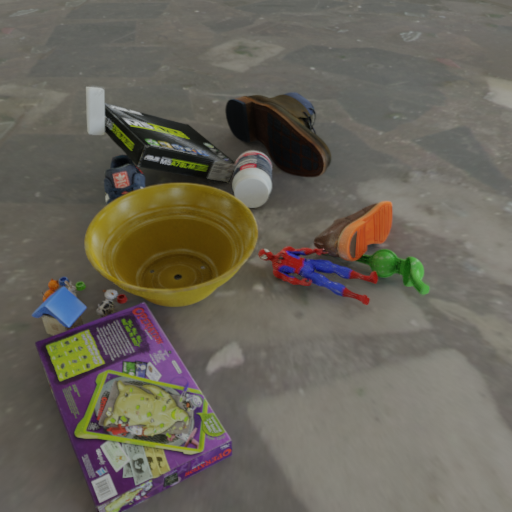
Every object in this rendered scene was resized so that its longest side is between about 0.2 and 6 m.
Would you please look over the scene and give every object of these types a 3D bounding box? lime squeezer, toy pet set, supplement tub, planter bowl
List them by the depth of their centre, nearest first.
[{"bbox_3d":[-2.897,0.617,8.701,1.317,0.699,1.230,13,40,17],"label":"toy pet set"},{"bbox_3d":[-1.313,0.010,9.106,2.675,1.114,2.675,0,42,0],"label":"planter bowl"},{"bbox_3d":[2.115,0.231,9.235,0.940,0.502,2.661,-17,22,-24],"label":"lime squeezer"},{"bbox_3d":[-0.075,-1.570,11.441,0.789,0.789,1.124,1,37,1],"label":"supplement tub"}]

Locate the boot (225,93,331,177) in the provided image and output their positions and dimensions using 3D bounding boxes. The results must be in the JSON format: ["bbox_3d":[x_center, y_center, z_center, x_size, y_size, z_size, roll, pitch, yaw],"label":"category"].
[{"bbox_3d":[0.948,-3.014,12.831,1.815,1.399,3.745,-23,41,-23],"label":"boot"}]

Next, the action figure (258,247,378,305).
[{"bbox_3d":[0.930,0.226,9.229,2.029,0.524,0.664,16,79,27],"label":"action figure"}]

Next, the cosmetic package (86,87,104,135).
[{"bbox_3d":[-3.213,-2.891,11.176,0.328,0.887,0.451,-2,19,-21],"label":"cosmetic package"}]

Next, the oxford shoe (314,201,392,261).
[{"bbox_3d":[1.823,-0.554,10.094,0.792,0.774,2.171,10,23,35],"label":"oxford shoe"}]

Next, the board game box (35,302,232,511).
[{"bbox_3d":[-1.710,1.837,7.400,1.696,0.456,2.826,-23,43,-20],"label":"board game box"}]

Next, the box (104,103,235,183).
[{"bbox_3d":[-1.921,-2.402,11.930,2.321,0.552,2.242,4,32,-42],"label":"box"}]

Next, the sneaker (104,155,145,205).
[{"bbox_3d":[-2.465,-1.064,10.553,0.937,1.057,2.501,-13,40,-12],"label":"sneaker"}]
